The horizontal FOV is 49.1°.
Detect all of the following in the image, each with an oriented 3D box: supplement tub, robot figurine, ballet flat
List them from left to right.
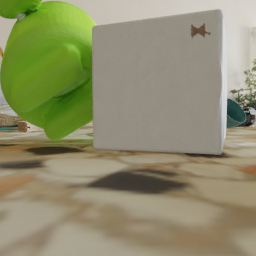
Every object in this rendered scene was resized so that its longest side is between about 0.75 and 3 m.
[{"bbox_3d":[-2.756,-0.289,7.382,2.037,0.665,0.718,0,-2,-24],"label":"ballet flat"},{"bbox_3d":[-1.136,-1.097,4.665,1.667,2.528,2.882,-34,36,10],"label":"robot figurine"},{"bbox_3d":[3.763,-0.380,9.492,1.109,0.680,0.680,-1,3,-29],"label":"supplement tub"}]

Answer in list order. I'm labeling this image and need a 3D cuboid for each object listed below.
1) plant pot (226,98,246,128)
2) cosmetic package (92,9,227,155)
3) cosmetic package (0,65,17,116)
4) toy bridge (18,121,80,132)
[{"bbox_3d":[3.075,-0.373,8.708,0.938,0.938,0.632,-2,-33,-32],"label":"plant pot"},{"bbox_3d":[0.513,-0.465,3.509,1.361,1.369,1.636,1,3,20],"label":"cosmetic package"},{"bbox_3d":[-4.653,-1.335,12.293,2.311,2.314,2.804,-1,3,-27],"label":"cosmetic package"},{"bbox_3d":[-1.779,-0.054,6.981,0.609,0.246,1.811,5,5,32],"label":"toy bridge"}]
